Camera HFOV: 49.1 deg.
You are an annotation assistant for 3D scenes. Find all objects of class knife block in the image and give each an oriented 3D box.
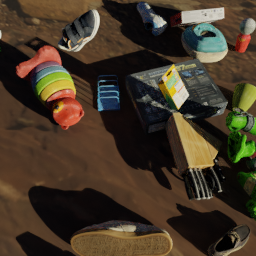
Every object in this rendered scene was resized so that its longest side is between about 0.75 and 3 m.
[{"bbox_3d":[1.759,0.924,8.175,2.344,0.750,2.058,36,55,8],"label":"knife block"}]

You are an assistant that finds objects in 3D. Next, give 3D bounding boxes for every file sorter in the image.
[{"bbox_3d":[-0.698,-1.268,9.991,0.778,0.688,1.121,-2,55,-2],"label":"file sorter"}]

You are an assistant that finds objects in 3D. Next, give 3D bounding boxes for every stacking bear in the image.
[{"bbox_3d":[-2.438,-1.209,9.552,1.562,1.463,2.572,-34,71,7],"label":"stacking bear"}]

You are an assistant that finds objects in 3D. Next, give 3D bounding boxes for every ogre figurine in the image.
[{"bbox_3d":[3.885,0.905,7.987,1.776,1.454,2.963,-11,63,-19],"label":"ogre figurine"}]

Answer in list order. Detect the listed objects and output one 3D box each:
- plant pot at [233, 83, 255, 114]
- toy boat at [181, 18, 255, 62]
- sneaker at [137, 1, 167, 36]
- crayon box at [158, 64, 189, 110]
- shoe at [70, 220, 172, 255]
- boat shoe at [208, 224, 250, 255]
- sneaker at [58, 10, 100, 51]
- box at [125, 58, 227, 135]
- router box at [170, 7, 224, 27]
[{"bbox_3d":[4.014,-0.968,9.799,0.824,0.824,0.881,23,73,15],"label":"plant pot"},{"bbox_3d":[3.574,-3.639,11.137,2.837,1.318,2.385,-5,43,-7],"label":"toy boat"},{"bbox_3d":[0.901,-4.927,12.517,0.838,0.831,2.313,-41,50,12],"label":"sneaker"},{"bbox_3d":[1.342,-1.225,8.450,0.299,1.159,0.729,0,41,48],"label":"crayon box"},{"bbox_3d":[-0.173,2.866,7.187,2.547,0.890,0.680,0,12,2],"label":"shoe"},{"bbox_3d":[2.674,2.916,7.195,1.338,0.491,0.498,-30,60,-19],"label":"boat shoe"},{"bbox_3d":[-1.517,-2.854,8.404,0.689,1.736,0.681,-15,77,-41],"label":"sneaker"},{"bbox_3d":[1.609,-1.183,9.888,2.916,0.744,2.300,-15,57,-10],"label":"box"},{"bbox_3d":[2.893,-4.709,11.967,1.803,0.440,1.618,-8,16,-6],"label":"router box"}]
